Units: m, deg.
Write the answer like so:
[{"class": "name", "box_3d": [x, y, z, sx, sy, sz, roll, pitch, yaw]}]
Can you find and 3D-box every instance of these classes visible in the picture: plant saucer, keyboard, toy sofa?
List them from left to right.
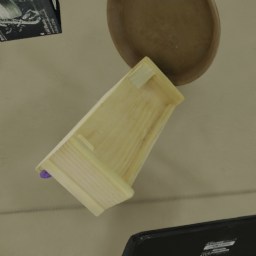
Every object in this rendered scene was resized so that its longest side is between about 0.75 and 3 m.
[{"class": "toy sofa", "box_3d": [-0.180, 0.055, 4.853, 1.150, 1.355, 2.776, 45, 43, -9]}, {"class": "plant saucer", "box_3d": [0.597, -1.835, 5.105, 2.307, 2.307, 0.340, 36, 53, 13]}, {"class": "keyboard", "box_3d": [1.238, 1.727, 4.398, 2.897, 1.508, 0.574, 0, 36, -18]}]

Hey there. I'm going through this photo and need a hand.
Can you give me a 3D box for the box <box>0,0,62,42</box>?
[{"class": "box", "box_3d": [-1.968, -2.301, 5.049, 1.249, 1.270, 0.787, -8, 73, -1]}]
